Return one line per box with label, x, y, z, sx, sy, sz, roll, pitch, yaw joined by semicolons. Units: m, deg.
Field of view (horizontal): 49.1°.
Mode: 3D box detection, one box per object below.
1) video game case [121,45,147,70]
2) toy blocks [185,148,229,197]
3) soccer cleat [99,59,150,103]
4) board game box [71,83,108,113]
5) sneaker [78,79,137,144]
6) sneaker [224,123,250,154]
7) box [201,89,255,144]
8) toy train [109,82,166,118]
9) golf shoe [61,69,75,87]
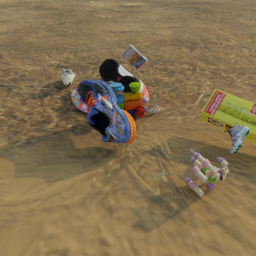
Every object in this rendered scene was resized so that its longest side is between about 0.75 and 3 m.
video game case;0.263;-3.002;11.939;0.964;0.689;0.084;39;45;-15
toy blocks;1.737;0.924;6.468;0.913;0.853;0.769;-30;51;-18
soccer cleat;-0.192;-1.741;10.408;0.880;0.944;2.580;-50;50;3
board game box;-1.142;-1.192;9.775;1.627;0.317;1.285;-24;60;-25
sneaker;-0.770;-0.527;7.787;0.978;0.939;2.494;-11;47;-40
sneaker;2.746;0.246;7.337;0.552;0.307;0.789;30;86;34
box;3.379;-0.177;7.764;2.504;0.628;0.942;28;74;26
toy train;0.312;-0.992;9.137;1.940;1.123;0.821;-9;31;-10
golf shoe;-2.442;-1.968;11.233;0.539;0.670;1.378;3;5;-2
